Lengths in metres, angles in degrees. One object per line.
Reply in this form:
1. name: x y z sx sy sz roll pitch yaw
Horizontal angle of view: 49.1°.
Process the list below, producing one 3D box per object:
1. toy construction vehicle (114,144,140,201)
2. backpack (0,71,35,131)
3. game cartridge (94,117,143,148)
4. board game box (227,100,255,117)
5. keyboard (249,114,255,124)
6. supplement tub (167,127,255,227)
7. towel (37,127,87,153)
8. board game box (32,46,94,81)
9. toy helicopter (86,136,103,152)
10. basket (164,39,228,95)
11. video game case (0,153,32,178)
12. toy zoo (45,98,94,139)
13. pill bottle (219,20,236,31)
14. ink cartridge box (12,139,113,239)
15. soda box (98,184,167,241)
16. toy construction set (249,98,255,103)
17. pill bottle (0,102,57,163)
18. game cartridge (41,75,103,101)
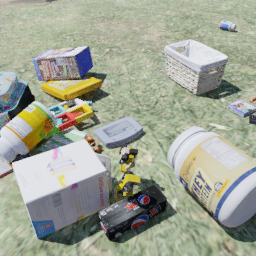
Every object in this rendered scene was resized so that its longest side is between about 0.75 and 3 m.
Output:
1. toy construction vehicle: 0.028 1.328 8.032 0.580 1.647 1.434 7 54 -11
2. backpack: -5.184 -0.902 10.676 2.639 2.023 2.320 -12 40 4
3. game cartridge: -0.326 0.162 10.696 1.676 0.348 1.116 -23 48 -26
4. board game box: 4.903 -0.859 12.095 0.832 0.172 0.834 -24 44 -27
5. keyboard: 5.748 -0.285 11.256 1.635 0.324 0.851 9 39 13
6. supplement tub: 2.520 1.277 8.010 1.856 1.856 2.570 -21 42 -24
7. towel: -2.383 0.525 10.324 1.197 0.184 1.570 18 41 20
8. board game box: -3.143 -3.197 13.831 2.281 1.105 1.818 0 30 17
9. toy helicopter: -1.343 0.789 9.929 0.669 0.399 1.012 22 53 12
10. basket: 3.190 -2.977 13.605 1.809 1.646 2.669 -20 41 -23
11. video game case: -4.048 1.134 9.599 1.289 0.112 0.922 -31 47 -33
12. toy zoo: -2.526 -0.549 11.358 2.479 0.254 1.626 -27 40 -24
13. pill bottle: 7.120 -7.263 19.939 1.053 0.591 0.591 29 47 31
14. ink cartridge box: -1.679 1.570 7.866 2.444 1.571 1.530 -19 42 -24
15. soda box: 0.146 2.292 7.726 1.873 0.593 0.663 -21 44 -23
16. toy construction set: 5.708 -0.913 11.456 1.594 1.225 1.329 20 73 -7
17. pill bottle: -3.569 0.166 9.617 1.164 1.164 2.095 27 61 30
18. game cartridge: -2.650 -1.997 13.065 2.021 0.372 2.292 -30 35 -33
